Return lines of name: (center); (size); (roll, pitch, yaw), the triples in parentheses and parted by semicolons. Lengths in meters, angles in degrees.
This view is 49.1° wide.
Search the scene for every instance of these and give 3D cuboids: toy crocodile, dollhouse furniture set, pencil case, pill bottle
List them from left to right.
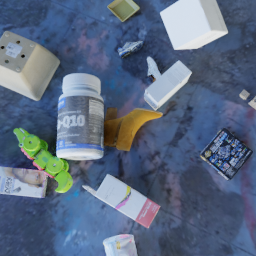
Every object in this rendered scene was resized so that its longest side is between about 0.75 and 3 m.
toy crocodile: (-3.096, 1.099, 10.180); (2.961, 1.000, 0.914); (42, 82, 9)
pill bottle: (-1.705, -0.375, 10.178); (1.655, 1.655, 2.909); (-1, 77, 0)
pencil case: (-0.143, 4.860, 9.229); (1.066, 1.163, 2.564); (-20, 72, 34)
dollhouse furniture set: (5.920, -1.413, 10.702); (2.320, 1.133, 1.978); (39, 79, 8)

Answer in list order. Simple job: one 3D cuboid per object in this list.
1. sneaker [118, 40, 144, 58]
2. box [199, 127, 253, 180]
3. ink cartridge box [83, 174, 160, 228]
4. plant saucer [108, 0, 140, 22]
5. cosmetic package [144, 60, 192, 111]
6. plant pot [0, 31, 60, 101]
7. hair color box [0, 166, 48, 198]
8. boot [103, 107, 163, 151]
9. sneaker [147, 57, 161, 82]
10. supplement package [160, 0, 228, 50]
sneaker: (0.095, -3.368, 11.522); (1.161, 0.447, 0.494); (-30, 75, -7)
box: (3.690, 0.966, 10.546); (1.439, 0.360, 1.450); (41, 80, 9)
ink cartridge box: (-0.231, 2.347, 9.656); (2.507, 1.460, 0.846); (30, 79, 7)
plant saucer: (-0.186, -5.107, 12.016); (1.014, 0.246, 1.014); (-41, 79, -9)
cosmetic package: (1.501, -1.622, 10.815); (1.818, 1.026, 0.738); (-44, 80, -8)
plant pot: (-4.058, -2.483, 10.649); (1.948, 1.727, 1.950); (24, 79, 5)
hair color box: (-3.890, 1.965, 10.211); (1.768, 0.573, 0.966); (5, 76, -1)
boot: (0.152, 0.076, 10.615); (2.250, 0.792, 1.611); (3, 82, 5)
sneaker: (0.939, -2.364, 11.298); (0.454, 0.391, 1.073); (-23, 79, -8)
supplement package: (2.427, -3.761, 10.041); (1.397, 2.332, 1.414); (-20, 93, 35)
